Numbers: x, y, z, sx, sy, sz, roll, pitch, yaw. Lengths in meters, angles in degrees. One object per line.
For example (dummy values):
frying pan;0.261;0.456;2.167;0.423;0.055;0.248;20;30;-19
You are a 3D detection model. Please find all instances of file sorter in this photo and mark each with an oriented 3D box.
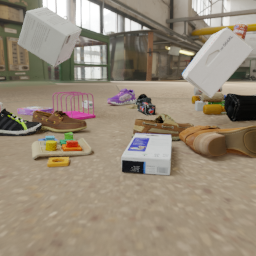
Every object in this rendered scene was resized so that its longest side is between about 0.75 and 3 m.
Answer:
file sorter;-2.406;-1.019;12.243;1.197;1.080;1.722;-11;16;-40

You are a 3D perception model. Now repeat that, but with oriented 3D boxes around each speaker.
speaker;4.491;-0.988;13.324;1.323;0.585;0.585;2;12;10

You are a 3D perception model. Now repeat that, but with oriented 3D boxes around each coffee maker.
coffee maker;4.984;-0.842;11.261;1.721;1.159;1.653;-3;13;-8

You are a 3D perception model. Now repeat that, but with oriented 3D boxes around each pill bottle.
pill bottle;4.217;-3.501;10.667;0.488;0.869;0.488;14;0;0

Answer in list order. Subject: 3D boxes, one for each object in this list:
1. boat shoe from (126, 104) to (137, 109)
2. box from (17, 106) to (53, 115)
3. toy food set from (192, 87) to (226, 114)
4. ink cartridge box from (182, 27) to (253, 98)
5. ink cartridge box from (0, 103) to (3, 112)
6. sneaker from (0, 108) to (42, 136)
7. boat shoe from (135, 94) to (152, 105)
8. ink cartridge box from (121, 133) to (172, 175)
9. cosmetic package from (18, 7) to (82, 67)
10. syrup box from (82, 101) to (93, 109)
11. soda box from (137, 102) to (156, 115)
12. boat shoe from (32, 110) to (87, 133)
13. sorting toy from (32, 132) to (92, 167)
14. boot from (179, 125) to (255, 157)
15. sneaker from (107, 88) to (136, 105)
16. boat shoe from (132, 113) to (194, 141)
boat shoe;0.271;-1.157;14.891;0.752;0.243;0.268;2;12;8
box;-4.358;-0.802;13.165;1.362;0.266;0.932;6;14;28
toy food set;4.035;-1.443;13.820;1.174;1.245;2.609;0;13;-1
ink cartridge box;2.849;-2.188;9.486;1.098;1.901;2.604;37;17;-3
ink cartridge box;-5.332;-0.524;10.554;1.118;0.812;0.466;-12;17;-44
sneaker;-3.835;-0.207;9.005;2.027;0.839;0.727;-2;12;-8
boat shoe;0.850;-1.498;15.312;0.822;0.729;2.198;-1;12;-4
ink cartridge box;0.514;0.546;6.578;1.017;0.401;2.045;2;14;10
cosmetic package;-3.158;-3.722;11.386;1.785;1.471;1.473;32;33;-3
syrup box;-2.168;-1.261;15.100;0.353;0.365;0.896;-7;13;-28
soda box;0.868;-0.943;13.381;0.505;0.452;1.428;-2;13;-14
boat shoe;-2.384;-0.245;9.536;2.050;0.692;0.738;4;13;17
sorting toy;-1.747;0.426;7.237;1.415;0.342;2.513;-4;13;-19
boot;2.506;0.285;7.297;2.085;0.799;1.618;-10;10;-13
sneaker;-0.354;-1.849;16.498;2.127;0.940;0.856;-12;18;-41
boat shoe;1.095;-0.034;8.374;2.068;0.764;0.782;-6;14;-27
